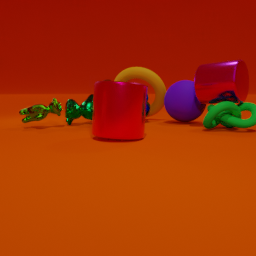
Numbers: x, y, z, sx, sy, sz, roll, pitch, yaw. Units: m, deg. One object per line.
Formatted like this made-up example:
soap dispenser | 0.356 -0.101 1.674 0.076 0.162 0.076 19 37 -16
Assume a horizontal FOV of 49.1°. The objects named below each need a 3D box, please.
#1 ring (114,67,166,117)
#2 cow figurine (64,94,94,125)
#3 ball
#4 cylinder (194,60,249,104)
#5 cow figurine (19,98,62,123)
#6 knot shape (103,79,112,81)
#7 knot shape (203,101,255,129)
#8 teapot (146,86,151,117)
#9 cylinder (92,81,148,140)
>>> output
ring | 0.404 -1.271 10.290 2.043 2.043 0.409 3 36 19
cow figurine | -1.301 -0.512 9.136 1.471 0.808 1.448 26 36 1
ball | 1.906 -0.888 9.344 1.389 1.389 1.389 0 8 0
cylinder | 2.691 -1.291 8.036 1.183 1.183 1.183 2 7 40
cow figurine | -2.528 -0.502 8.307 1.053 0.578 1.037 -11 10 27
knot shape | -0.447 -0.947 8.631 0.653 1.414 1.323 -33 -5 -30
knot shape | 2.878 -0.348 7.741 1.448 0.715 1.548 -2 0 26
teapot | 0.263 -0.757 9.679 1.018 0.802 1.638 20 60 45
cylinder | -0.195 -0.408 6.416 1.210 1.210 1.210 4 4 0
